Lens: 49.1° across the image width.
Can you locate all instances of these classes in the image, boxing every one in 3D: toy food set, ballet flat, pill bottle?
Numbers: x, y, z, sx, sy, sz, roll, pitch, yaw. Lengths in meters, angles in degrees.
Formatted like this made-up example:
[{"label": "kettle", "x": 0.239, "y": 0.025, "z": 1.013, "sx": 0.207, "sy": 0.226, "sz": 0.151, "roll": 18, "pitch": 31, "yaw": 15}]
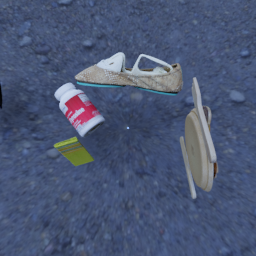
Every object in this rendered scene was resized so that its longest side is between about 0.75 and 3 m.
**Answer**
[{"label": "toy food set", "x": 1.256, "y": 0.293, "z": 4.590, "sx": 0.424, "sy": 2.112, "sz": 1.458, "roll": -7, "pitch": 63, "yaw": 2}, {"label": "ballet flat", "x": 0.057, "y": -1.233, "z": 6.086, "sx": 2.368, "sy": 0.773, "sz": 0.835, "roll": 3, "pitch": 23, "yaw": -9}, {"label": "pill bottle", "x": -1.245, "y": -0.475, "z": 7.075, "sx": 0.729, "sy": 0.729, "sz": 1.300, "roll": -37, "pitch": 83, "yaw": -16}]

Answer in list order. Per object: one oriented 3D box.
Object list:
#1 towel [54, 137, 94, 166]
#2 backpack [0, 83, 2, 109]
[{"label": "towel", "x": -1.259, "y": 0.593, "z": 6.735, "sx": 0.559, "sy": 1.298, "sz": 0.117, "roll": -16, "pitch": 61, "yaw": 4}, {"label": "backpack", "x": -3.939, "y": -1.270, "z": 7.253, "sx": 1.162, "sy": 1.125, "sz": 1.385, "roll": -6, "pitch": 59, "yaw": -25}]
